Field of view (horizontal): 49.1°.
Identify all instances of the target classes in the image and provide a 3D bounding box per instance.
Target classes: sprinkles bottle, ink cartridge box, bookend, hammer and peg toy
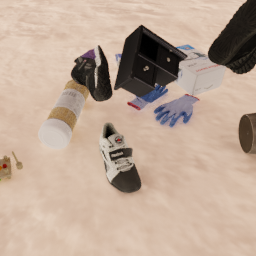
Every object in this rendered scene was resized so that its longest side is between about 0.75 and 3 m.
[{"bbox_3d":[-2.176,-0.593,9.965,1.013,1.013,2.969,5,40,6],"label":"sprinkles bottle"},{"bbox_3d":[2.645,-2.543,11.943,1.733,1.016,2.367,-20,45,-28],"label":"ink cartridge box"},{"bbox_3d":[0.654,-1.521,7.514,1.697,0.787,1.708,25,63,-27],"label":"bookend"},{"bbox_3d":[-3.722,1.185,8.351,1.126,0.397,0.828,-15,41,-17],"label":"hammer and peg toy"}]

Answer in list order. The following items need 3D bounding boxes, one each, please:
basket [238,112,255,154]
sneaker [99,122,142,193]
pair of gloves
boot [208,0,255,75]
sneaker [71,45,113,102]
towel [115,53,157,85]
[{"bbox_3d":[4.817,0.145,8.795,2.247,1.528,2.026,-3,39,2],"label":"basket"},{"bbox_3d":[-0.333,0.791,8.304,0.913,1.091,2.465,-15,44,-19],"label":"sneaker"},{"bbox_3d":[1.333,-1.029,11.057,2.792,0.318,2.245,27,45,27],"label":"pair of gloves"},{"bbox_3d":[3.789,-2.794,8.504,1.931,2.583,0.972,2,53,-43],"label":"boot"},{"bbox_3d":[-1.268,-1.622,9.235,1.223,1.057,2.792,-20,39,10],"label":"sneaker"},{"bbox_3d":[0.611,-2.857,13.180,2.193,0.355,2.986,-6,40,-8],"label":"towel"}]
